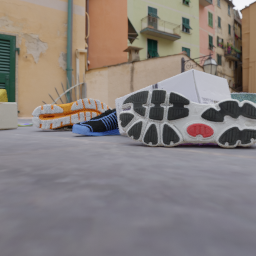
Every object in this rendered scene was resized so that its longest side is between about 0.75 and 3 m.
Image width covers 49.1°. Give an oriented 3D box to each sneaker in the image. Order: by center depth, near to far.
[{"bbox_3d":[1.069,-0.015,5.114,2.516,1.015,1.050,9,-10,12],"label":"sneaker"},{"bbox_3d":[-0.603,-0.180,7.507,1.885,0.734,0.661,-2,4,-35],"label":"sneaker"},{"bbox_3d":[-1.805,-0.398,9.555,2.722,1.065,1.051,1,-7,-12],"label":"sneaker"}]

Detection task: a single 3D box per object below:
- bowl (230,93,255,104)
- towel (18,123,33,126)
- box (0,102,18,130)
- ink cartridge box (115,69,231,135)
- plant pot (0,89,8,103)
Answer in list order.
[{"bbox_3d":[2.710,-0.405,8.220,2.133,1.116,2.133,1,3,0],"label":"bowl"},{"bbox_3d":[-5.170,-0.160,13.181,0.946,0.150,1.317,-2,3,-43],"label":"towel"},{"bbox_3d":[-5.131,-0.401,9.480,1.186,0.971,2.497,1,4,29],"label":"box"},{"bbox_3d":[1.119,-0.510,6.821,2.329,0.971,1.691,-16,-11,42],"label":"ink cartridge box"},{"bbox_3d":[-6.497,-0.807,12.772,1.568,1.558,1.604,-1,22,-5],"label":"plant pot"}]
